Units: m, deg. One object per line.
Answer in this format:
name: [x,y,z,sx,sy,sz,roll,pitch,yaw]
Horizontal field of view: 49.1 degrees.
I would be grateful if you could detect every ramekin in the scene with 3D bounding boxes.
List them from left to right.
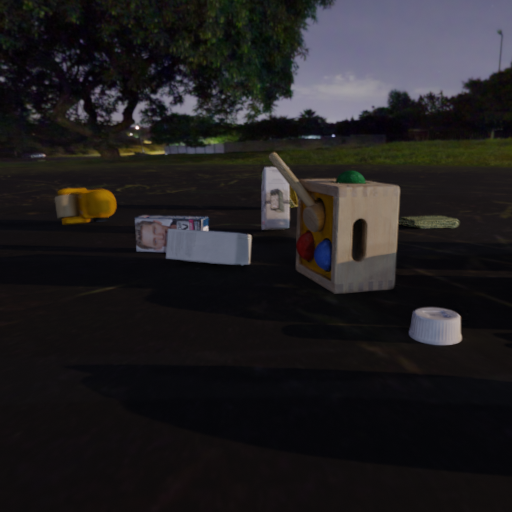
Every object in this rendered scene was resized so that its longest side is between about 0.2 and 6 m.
ramekin: [2.021,0.781,6.313,0.571,0.278,0.571,0,11,0]

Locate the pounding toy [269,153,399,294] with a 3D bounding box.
pounding toy: [1.129,-0.598,8.737,1.401,1.971,1.814,-4,12,-17]

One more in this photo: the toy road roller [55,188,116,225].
toy road roller: [-4.336,-1.326,14.403,1.442,0.886,1.052,-8,1,-31]

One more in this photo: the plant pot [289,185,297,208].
plant pot: [0.694,-1.968,17.800,0.853,1.201,1.201,-22,6,17]

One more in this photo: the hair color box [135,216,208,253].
hair color box: [-1.656,-0.424,11.030,1.391,0.696,0.421,2,12,13]

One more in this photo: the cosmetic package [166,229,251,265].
cosmetic package: [-0.831,-0.153,9.873,1.335,0.566,0.718,3,0,19]

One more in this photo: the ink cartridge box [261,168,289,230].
ink cartridge box: [0.440,-1.319,13.219,0.590,1.404,1.021,0,1,-3]

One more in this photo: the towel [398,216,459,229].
towel: [4.365,-0.855,14.242,1.298,0.237,0.963,-4,11,-12]
